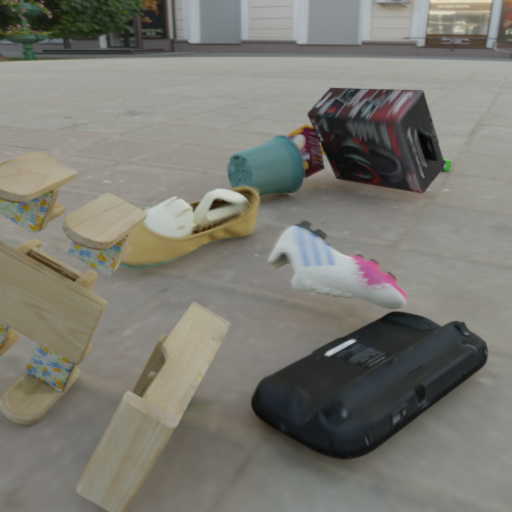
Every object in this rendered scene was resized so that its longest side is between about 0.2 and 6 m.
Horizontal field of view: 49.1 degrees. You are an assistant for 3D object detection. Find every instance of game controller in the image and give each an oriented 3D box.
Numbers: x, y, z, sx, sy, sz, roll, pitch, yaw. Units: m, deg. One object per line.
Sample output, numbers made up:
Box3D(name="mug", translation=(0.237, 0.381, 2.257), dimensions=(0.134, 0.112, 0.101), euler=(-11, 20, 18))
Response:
Box3D(name="game controller", translation=(1.157, 1.129, 5.442), dimensions=(2.494, 0.525, 1.301), euler=(-17, 14, -39))

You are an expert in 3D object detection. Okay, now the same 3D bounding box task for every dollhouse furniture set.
Box3D(name="dollhouse furniture set", translation=(-1.589, 0.677, 4.588), dimensions=(2.314, 2.028, 1.537), euler=(30, 25, 0))

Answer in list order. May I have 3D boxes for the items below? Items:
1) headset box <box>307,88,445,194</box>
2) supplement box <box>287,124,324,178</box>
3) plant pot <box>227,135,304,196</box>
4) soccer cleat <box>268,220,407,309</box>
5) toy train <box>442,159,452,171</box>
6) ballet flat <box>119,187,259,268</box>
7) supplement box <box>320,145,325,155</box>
Box3D(name="headset box", translation=(2.454, -2.288, 11.016), dimensions=(2.451, 1.821, 0.919), euler=(19, 62, 44))
Box3D(name="supplement box", translation=(1.056, -2.226, 11.932), dimensions=(0.533, 0.966, 0.414), euler=(-22, -20, 41))
Box3D(name="plant pot", translation=(0.132, -1.660, 10.870), dimensions=(1.137, 1.161, 1.161), euler=(-20, 31, -33))
Box3D(name="soccer cleat", translation=(0.911, 0.272, 6.673), dimensions=(1.806, 0.631, 0.780), euler=(34, 79, 37))
Box3D(name="toy train", translation=(4.031, -2.346, 13.502), dimensions=(0.461, 0.341, 1.633), euler=(-1, 22, -27))
Box3D(name="ballet flat", translation=(-0.995, -0.577, 8.392), dimensions=(0.934, 0.858, 2.722), euler=(42, 38, 24))
Box3D(name="supplement box", translation=(1.539, -2.787, 14.547), dimensions=(0.826, 0.275, 0.284), euler=(0, 22, -2))
